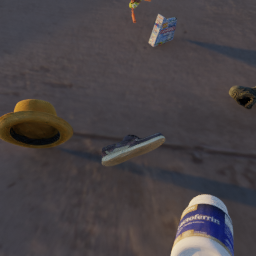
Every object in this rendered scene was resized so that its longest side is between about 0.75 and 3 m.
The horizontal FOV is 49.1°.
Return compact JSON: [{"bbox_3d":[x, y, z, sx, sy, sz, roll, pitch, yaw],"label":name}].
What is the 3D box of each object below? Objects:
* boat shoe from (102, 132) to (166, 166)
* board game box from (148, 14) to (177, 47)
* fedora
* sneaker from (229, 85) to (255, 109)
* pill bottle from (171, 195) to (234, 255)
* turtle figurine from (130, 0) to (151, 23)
[{"bbox_3d":[0.075,0.439,7.117,1.746,0.628,0.566,-24,65,16],"label":"boat shoe"},{"bbox_3d":[1.304,-3.526,9.924,1.063,1.062,0.328,-23,55,-24],"label":"board game box"},{"bbox_3d":[-2.364,-0.160,7.197,2.025,2.025,0.826,-5,64,-3],"label":"fedora"},{"bbox_3d":[3.830,-0.904,8.451,1.379,0.527,0.790,1,44,-12],"label":"sneaker"},{"bbox_3d":[1.521,2.141,5.554,1.072,1.072,1.852,21,20,13],"label":"pill bottle"},{"bbox_3d":[0.407,-5.090,9.605,0.824,2.063,2.558,4,62,28],"label":"turtle figurine"}]
